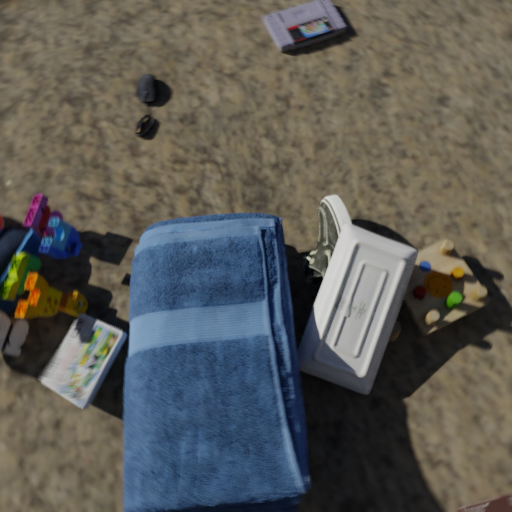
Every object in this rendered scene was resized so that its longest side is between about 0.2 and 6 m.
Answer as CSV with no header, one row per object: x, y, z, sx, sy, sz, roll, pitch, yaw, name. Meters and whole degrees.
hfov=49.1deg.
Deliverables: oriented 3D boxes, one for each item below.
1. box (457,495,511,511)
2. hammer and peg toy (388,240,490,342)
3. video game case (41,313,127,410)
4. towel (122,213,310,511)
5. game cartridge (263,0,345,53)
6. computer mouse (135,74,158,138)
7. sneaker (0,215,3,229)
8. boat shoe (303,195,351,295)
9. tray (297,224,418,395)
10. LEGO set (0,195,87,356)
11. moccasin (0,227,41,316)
3.639,4.029,8.687,0.869,0.325,0.435,-12,66,-7,box
2.947,0.619,9.975,1.976,0.697,1.453,-24,68,-10,hammer and peg toy
-2.906,1.735,9.419,1.220,0.147,1.339,15,71,37,video game case
-0.730,1.557,9.063,2.774,1.206,4.969,-4,61,-1,towel
1.112,-5.304,12.830,1.634,0.314,1.059,-21,64,-9,game cartridge
-2.368,-3.239,11.913,0.476,0.277,1.625,0,67,-1,computer mouse
-5.726,0.230,9.820,1.214,1.290,3.151,15,67,7,sneaker
1.315,0.204,10.004,0.892,0.991,2.803,-5,68,-4,boat shoe
1.706,0.890,9.398,1.409,0.291,2.625,21,86,-2,tray
-3.624,0.474,9.940,1.121,1.206,2.938,1,68,34,LEGO set
-4.774,0.558,9.990,0.852,1.006,2.500,14,53,12,moccasin
